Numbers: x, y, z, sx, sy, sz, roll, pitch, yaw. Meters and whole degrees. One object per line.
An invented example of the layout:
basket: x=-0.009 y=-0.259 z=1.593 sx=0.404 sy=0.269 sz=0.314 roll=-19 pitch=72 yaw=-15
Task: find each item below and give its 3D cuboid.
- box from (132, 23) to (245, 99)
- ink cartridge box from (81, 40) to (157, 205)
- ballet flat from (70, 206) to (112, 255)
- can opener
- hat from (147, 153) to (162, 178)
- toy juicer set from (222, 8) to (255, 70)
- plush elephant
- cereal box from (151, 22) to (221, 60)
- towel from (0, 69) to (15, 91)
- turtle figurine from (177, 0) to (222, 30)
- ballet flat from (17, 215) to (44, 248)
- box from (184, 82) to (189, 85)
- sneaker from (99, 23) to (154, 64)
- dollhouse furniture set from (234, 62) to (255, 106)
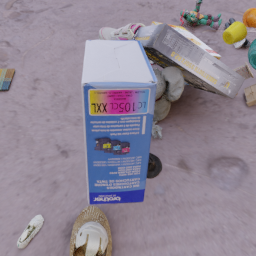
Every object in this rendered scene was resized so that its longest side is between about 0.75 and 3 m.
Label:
box: x=1.679 y=-2.013 z=8.511 sx=2.948 sy=0.713 sz=2.335 roll=26 pitch=8 yaw=-22
ink cartridge box: x=-0.254 y=0.047 z=5.201 sx=1.087 sy=2.848 sz=1.943 roll=1 pitch=35 yaw=-7
ballet flat: x=-0.775 y=2.822 z=5.764 sx=0.988 sy=0.915 sz=2.802 roll=11 pitch=49 yaw=-12
can opener: x=4.719 y=-4.082 z=12.209 sx=0.650 sy=0.515 sz=1.955 roll=22 pitch=43 yaw=-29
hat: x=0.542 y=0.943 z=7.826 sx=0.890 sy=0.359 sz=0.890 roll=0 pitch=48 yaw=0
toy juicer set: x=3.849 y=-2.058 z=7.437 sx=0.728 sy=1.702 sz=2.676 roll=-34 pitch=83 yaw=-17
plush elephant: x=0.615 y=-1.209 z=8.541 sx=2.147 sy=2.019 sz=2.607 roll=-9 pitch=51 yaw=-2
cereal box: x=2.217 y=-3.346 z=11.075 sx=1.824 sy=0.501 sz=2.536 roll=-6 pitch=44 yaw=-37
towel: x=-5.132 y=-1.763 z=10.316 sx=1.704 sy=0.185 sz=1.249 roll=-2 pitch=49 yaw=-3
turtle figurine: x=3.164 y=-5.134 z=12.688 sx=2.083 sy=1.049 sz=1.560 roll=17 pitch=63 yaw=-5
ballet flat: x=-2.290 y=2.408 z=6.597 sx=0.311 sy=0.311 sz=0.866 roll=17 pitch=50 yaw=15
box: x=2.078 y=-2.124 z=10.570 sx=0.883 sy=0.244 sz=1.293 roll=-5 pitch=49 yaw=-5
sneaker: x=0.103 y=-3.665 z=11.226 sx=2.886 sy=1.273 sz=1.174 roll=21 pitch=52 yaw=17
dollhouse furniture set: x=3.909 y=-1.555 z=9.163 sx=1.350 sy=1.583 sz=0.773 roll=-25 pitch=39 yaw=31
